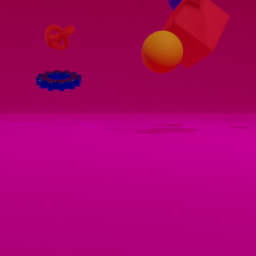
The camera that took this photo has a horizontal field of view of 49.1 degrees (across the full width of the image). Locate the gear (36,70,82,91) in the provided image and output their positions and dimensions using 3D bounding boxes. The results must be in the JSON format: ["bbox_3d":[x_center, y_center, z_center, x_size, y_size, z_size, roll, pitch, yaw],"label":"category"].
[{"bbox_3d":[-2.443,-1.704,9.945,1.542,0.285,1.542,3,28,-1],"label":"gear"}]

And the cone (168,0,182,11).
[{"bbox_3d":[1.965,-3.752,8.254,1.346,1.346,1.351,0,42,-7],"label":"cone"}]

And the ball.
[{"bbox_3d":[0.693,-1.534,5.698,0.837,0.837,0.837,0,3,0],"label":"ball"}]

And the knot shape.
[{"bbox_3d":[-2.452,-3.373,10.252,1.160,0.573,1.239,-34,-7,0],"label":"knot shape"}]

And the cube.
[{"bbox_3d":[1.459,-2.257,6.515,1.070,1.070,1.070,32,-18,-11],"label":"cube"}]
